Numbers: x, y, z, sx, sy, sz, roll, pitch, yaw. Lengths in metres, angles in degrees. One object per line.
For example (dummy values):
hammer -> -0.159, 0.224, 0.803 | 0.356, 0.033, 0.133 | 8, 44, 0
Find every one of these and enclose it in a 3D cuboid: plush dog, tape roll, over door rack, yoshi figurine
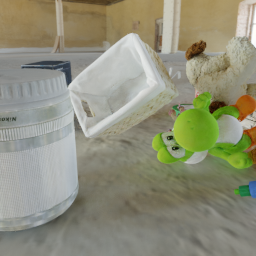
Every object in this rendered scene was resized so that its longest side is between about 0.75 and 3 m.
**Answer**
plush dog -> 2.530, -1.395, 8.217 | 2.004, 2.497, 2.145 | -36, 41, 0
tape roll -> 2.215, -0.578, 10.025 | 1.275, 0.306, 1.275 | 0, 19, 0
over door rack -> 1.980, -3.499, 17.856 | 2.046, 0.922, 2.769 | 10, 21, 26
yoshi figurine -> 1.992, 0.050, 6.230 | 2.956, 1.655, 1.661 | -14, 29, -28

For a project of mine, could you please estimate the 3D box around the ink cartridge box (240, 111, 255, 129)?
ink cartridge box -> 4.207, -0.318, 8.718 | 1.075, 0.621, 1.473 | -9, 20, -22

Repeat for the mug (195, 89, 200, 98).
mug -> 3.380, -1.747, 11.223 | 1.568, 1.767, 1.179 | -10, 20, -30

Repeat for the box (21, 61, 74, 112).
box -> -2.517, -1.127, 9.060 | 1.047, 1.956, 1.452 | 3, 18, 9

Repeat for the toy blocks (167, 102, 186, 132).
toy blocks -> 1.556, -0.164, 7.786 | 0.946, 0.884, 0.796 | -4, 30, -5

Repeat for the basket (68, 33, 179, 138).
basket -> -0.089, -0.900, 6.897 | 2.285, 1.549, 1.410 | -34, -21, 27

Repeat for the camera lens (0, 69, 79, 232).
camera lens -> -1.717, 0.283, 4.386 | 1.775, 2.219, 1.775 | 0, 18, 0

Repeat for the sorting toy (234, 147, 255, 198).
sorting toy -> 2.569, 0.808, 5.542 | 0.835, 0.840, 2.424 | -16, 5, 33
